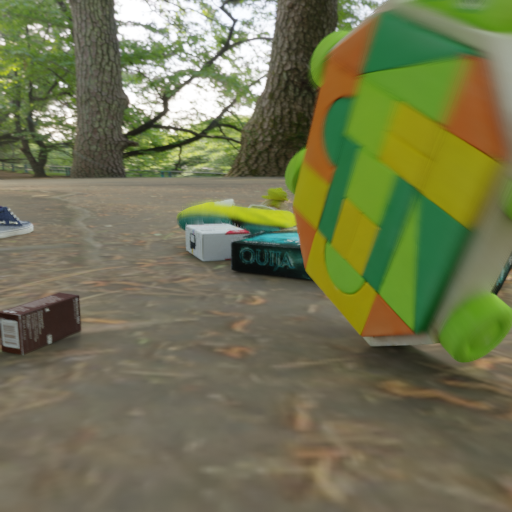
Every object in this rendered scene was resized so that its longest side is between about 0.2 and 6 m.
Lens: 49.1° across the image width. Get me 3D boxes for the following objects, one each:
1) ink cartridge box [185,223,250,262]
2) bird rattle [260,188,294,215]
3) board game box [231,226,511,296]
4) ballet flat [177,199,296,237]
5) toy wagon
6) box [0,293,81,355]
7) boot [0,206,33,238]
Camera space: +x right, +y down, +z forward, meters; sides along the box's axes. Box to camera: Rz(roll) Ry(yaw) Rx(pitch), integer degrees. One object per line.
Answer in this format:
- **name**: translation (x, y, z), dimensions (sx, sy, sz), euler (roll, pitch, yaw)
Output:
- **ink cartridge box**: translation (-0.778, -0.285, 11.066), dimensions (0.959, 0.545, 1.315), euler (-4, 11, -20)
- **bird rattle**: translation (0.530, -0.945, 13.156), dimensions (1.070, 1.312, 0.739), euler (-29, 6, 22)
- **board game box**: translation (2.049, -0.039, 9.601), dimensions (4.160, 0.586, 2.814), euler (6, 12, 29)
- **ballet flat**: translation (-0.382, -0.807, 12.343), dimensions (2.644, 0.883, 0.886), euler (9, 54, 6)
- **toy wagon**: translation (1.439, -1.107, 5.239), dimensions (0.798, 4.034, 3.130), euler (-9, 39, -27)
- **box**: translation (-2.267, 0.703, 5.935), dimensions (0.325, 0.435, 0.868), euler (4, 12, 22)
- **boot**: translation (-6.111, -0.893, 13.890), dimensions (0.597, 0.741, 1.641), euler (2, 10, 9)
